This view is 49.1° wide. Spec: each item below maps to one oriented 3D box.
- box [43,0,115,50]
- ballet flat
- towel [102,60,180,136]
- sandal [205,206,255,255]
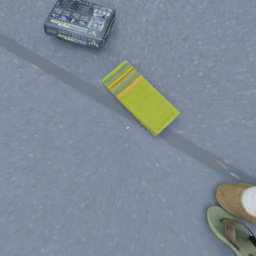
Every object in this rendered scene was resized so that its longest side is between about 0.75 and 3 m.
[{"bbox_3d":[-1.503,-3.391,8.932,1.896,0.484,1.495,16,60,2],"label":"box"},{"bbox_3d":[3.740,2.129,7.014,2.952,1.068,1.001,27,72,6],"label":"ballet flat"},{"bbox_3d":[0.347,-0.924,8.274,1.023,0.215,2.377,-43,76,-2],"label":"towel"},{"bbox_3d":[2.718,2.624,6.701,0.851,0.611,2.143,-6,32,-23],"label":"sandal"}]
